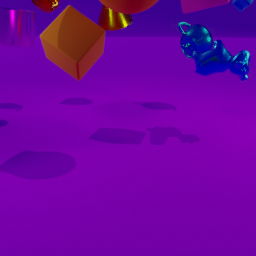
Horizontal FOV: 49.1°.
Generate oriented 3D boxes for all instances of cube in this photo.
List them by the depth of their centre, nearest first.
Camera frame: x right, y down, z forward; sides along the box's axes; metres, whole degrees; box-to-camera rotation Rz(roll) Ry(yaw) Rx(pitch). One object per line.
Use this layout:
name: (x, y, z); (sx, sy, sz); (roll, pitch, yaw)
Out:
cube: (-1.010, -1.566, 5.280); (0.831, 0.831, 0.831); (36, -15, 1)
cube: (1.728, -3.248, 6.254); (0.991, 0.991, 0.991); (-3, 28, 27)

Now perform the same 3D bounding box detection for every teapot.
teapot: (-2.747, -4.348, 9.222); (1.688, 1.049, 0.826); (49, 31, 16)
teapot: (2.415, -2.973, 10.058); (0.982, 2.006, 1.247); (-26, -8, -18)

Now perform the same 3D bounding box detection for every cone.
cone: (-0.569, -4.407, 9.910); (1.349, 1.354, 1.349); (-5, 48, 6)

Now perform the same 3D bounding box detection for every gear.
gear: (2.952, -3.303, 6.247); (0.262, 1.414, 1.414); (38, 22, -4)

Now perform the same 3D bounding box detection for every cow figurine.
cow figurine: (2.423, -1.648, 7.256); (1.364, 0.749, 1.342); (-23, 53, 17)

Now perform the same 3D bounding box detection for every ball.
ball: (0.015, -2.609, 4.566); (1.391, 1.391, 1.391); (0, 20, 0)

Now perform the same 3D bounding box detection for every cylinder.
cylinder: (-3.085, -2.789, 7.770); (0.946, 0.946, 0.946); (7, 20, -2)
